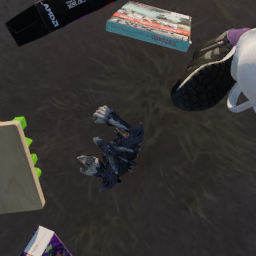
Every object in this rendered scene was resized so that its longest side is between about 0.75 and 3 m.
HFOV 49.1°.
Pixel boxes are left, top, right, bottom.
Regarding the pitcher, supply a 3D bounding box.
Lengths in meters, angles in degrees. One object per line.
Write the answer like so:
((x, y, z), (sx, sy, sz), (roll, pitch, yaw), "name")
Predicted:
((2.189, -0.752, 4.562), (1.068, 1.762, 1.512), (13, 114, -4), "pitcher")

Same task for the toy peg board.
((-2.150, 0.557, 4.448), (1.476, 0.725, 1.482), (-7, 113, 3), "toy peg board")

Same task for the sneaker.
((1.859, -1.367, 6.446), (2.718, 1.029, 1.190), (-36, 37, -16), "sneaker")

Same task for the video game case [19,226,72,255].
((-1.518, 2.906, 4.616), (0.363, 2.026, 1.837), (12, 50, 21), "video game case")

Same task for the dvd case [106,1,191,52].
((0.488, -1.969, 5.240), (1.396, 0.210, 1.912), (16, 36, 2), "dvd case")

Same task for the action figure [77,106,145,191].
((-0.336, 0.430, 5.668), (1.248, 2.446, 1.454), (26, 87, 6), "action figure")

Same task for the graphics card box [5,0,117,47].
((-1.323, -2.705, 6.312), (2.475, 1.553, 0.629), (-43, 120, -35), "graphics card box")
